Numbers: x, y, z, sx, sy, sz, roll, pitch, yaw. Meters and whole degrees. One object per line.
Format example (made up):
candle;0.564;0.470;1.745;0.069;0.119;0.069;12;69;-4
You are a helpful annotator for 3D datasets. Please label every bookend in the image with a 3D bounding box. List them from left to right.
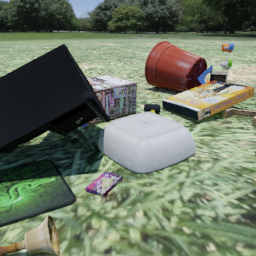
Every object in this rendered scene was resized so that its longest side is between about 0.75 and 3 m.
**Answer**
bookend;-2.191;-0.293;7.061;2.966;1.366;2.947;-28;-9;-1

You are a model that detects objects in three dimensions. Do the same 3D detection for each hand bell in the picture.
hand bell;-1.630;1.727;4.056;1.137;0.592;0.592;-16;24;-8

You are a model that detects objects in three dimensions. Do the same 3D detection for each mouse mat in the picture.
mouse mat;-2.491;1.294;5.555;2.497;0.094;2.009;-13;25;-27

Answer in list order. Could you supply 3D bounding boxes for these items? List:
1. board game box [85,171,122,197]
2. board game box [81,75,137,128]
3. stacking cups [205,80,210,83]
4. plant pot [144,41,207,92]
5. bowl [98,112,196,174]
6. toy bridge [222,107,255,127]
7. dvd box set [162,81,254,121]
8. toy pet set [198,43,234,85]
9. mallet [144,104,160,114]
board game box;-0.491;1.160;5.856;0.450;0.121;0.750;7;22;27
board game box;-1.172;-1.058;10.013;2.382;1.154;1.899;-17;27;-36
stacking cups;3.780;-2.257;14.166;1.461;0.442;0.442;4;22;-1
plant pot;2.343;-2.743;13.206;2.273;2.273;2.210;-20;37;-41
bowl;0.473;0.227;7.311;2.126;0.795;2.129;-16;28;-33
toy bridge;4.373;-0.284;9.202;0.796;0.322;2.369;-17;27;-37
dvd box set;2.948;-1.110;10.458;2.749;0.404;2.011;-22;25;-23
toy pet set;3.510;-2.184;11.539;1.238;2.331;2.177;5;10;14
mallet;0.783;-0.388;9.513;0.604;0.377;1.833;4;26;6
